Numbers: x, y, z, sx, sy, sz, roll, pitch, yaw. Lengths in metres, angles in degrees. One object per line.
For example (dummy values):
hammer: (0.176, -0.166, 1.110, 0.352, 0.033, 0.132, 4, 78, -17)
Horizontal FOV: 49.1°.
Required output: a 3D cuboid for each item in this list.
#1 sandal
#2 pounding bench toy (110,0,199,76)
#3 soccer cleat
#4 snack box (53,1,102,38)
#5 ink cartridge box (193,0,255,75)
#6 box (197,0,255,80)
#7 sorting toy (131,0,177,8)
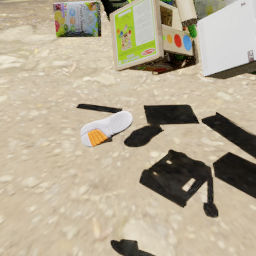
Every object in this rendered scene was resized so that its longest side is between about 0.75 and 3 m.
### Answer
sandal: (-0.279, 0.044, 4.097, 0.959, 0.367, 0.275, -20, -18, 29)
pounding bench toy: (0.801, -1.734, 5.235, 1.399, 1.114, 1.794, -5, 0, -44)
soccer cleat: (-0.355, -2.939, 6.586, 1.821, 0.738, 0.615, 30, 16, -40)
snack box: (-1.464, -3.138, 8.145, 1.352, 0.961, 0.358, 4, 20, 14)
ink cartridge box: (2.399, -2.593, 6.892, 0.662, 2.759, 2.008, -25, 29, -20)
box: (2.099, -1.671, 5.429, 0.784, 1.193, 1.200, -2, -5, -39)
sorting toy: (0.704, -3.271, 7.692, 1.536, 1.422, 0.280, -11, 76, 3)
